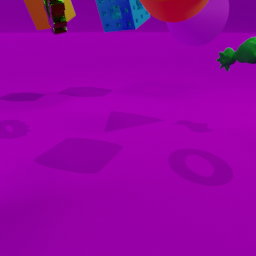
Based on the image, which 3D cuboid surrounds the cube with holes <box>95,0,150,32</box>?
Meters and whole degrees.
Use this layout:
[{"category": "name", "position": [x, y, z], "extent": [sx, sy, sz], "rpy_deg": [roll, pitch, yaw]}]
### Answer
[{"category": "cube with holes", "position": [-0.155, -4.057, 9.355], "extent": [1.222, 1.222, 1.222], "rpy_deg": [5, 39, 29]}]

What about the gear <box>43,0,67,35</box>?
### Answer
[{"category": "gear", "position": [-1.520, -2.586, 5.556], "extent": [0.255, 1.376, 1.376], "rpy_deg": [-16, 24, -15]}]

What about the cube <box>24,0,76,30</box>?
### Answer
[{"category": "cube", "position": [-2.380, -3.705, 8.630], "extent": [0.964, 0.964, 0.964], "rpy_deg": [2, 40, 25]}]

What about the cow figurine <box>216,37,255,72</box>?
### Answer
[{"category": "cow figurine", "position": [2.558, -1.623, 6.302], "extent": [0.961, 0.536, 0.977], "rpy_deg": [-30, 24, 7]}]

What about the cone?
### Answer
[{"category": "cone", "position": [1.184, -2.499, 6.054], "extent": [1.561, 1.561, 1.567], "rpy_deg": [13, 26, 31]}]

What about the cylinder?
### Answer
[{"category": "cylinder", "position": [0.642, -2.321, 4.071], "extent": [1.257, 1.257, 1.257], "rpy_deg": [5, 9, 14]}]
